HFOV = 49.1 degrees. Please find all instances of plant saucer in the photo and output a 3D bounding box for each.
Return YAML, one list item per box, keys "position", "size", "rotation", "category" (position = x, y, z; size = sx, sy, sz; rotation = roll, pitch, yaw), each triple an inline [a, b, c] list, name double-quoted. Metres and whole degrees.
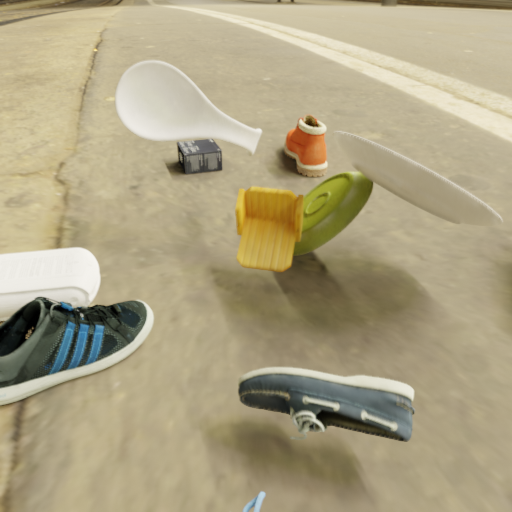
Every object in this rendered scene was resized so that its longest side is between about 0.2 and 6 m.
- position: [0.991, -0.712, 8.412]
  size: [1.688, 0.262, 1.688]
  rotation: [-38, 22, 18]
  category: "plant saucer"

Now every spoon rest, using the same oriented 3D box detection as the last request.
- position: [-0.981, -2.139, 8.527]
  size: [2.323, 1.154, 0.704]
  rotation: [18, 8, -16]
  category: "spoon rest"

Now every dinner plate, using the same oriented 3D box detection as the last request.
- position: [1.971, -0.906, 7.166]
  size: [2.379, 0.288, 2.379]
  rotation: [29, 6, -3]
  category: "dinner plate"

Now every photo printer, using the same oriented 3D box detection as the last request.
- position: [-2.852, 0.349, 7.553]
  size: [1.433, 0.498, 1.192]
  rotation: [-6, 29, -12]
  category: "photo printer"

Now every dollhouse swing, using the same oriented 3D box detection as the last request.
- position: [0.140, -0.358, 7.673]
  size: [0.903, 0.821, 0.794]
  rotation: [8, 50, 9]
  category: "dollhouse swing"

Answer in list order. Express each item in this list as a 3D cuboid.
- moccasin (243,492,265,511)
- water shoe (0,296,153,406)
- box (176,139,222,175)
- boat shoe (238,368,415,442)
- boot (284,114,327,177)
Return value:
- position: [0.230, 2.164, 4.042]
  size: [2.259, 0.770, 0.909]
  rotation: [0, 29, 0]
  category: "moccasin"
- position: [-2.136, 0.864, 6.237]
  size: [2.251, 0.888, 0.805]
  rotation: [-24, 37, -36]
  category: "water shoe"
- position: [-1.217, -2.145, 12.030]
  size: [0.812, 0.464, 0.892]
  rotation: [-10, 31, -14]
  category: "box"
- position: [0.587, 1.391, 5.122]
  size: [1.659, 0.621, 0.513]
  rotation: [3, 58, 15]
  category: "boat shoe"
- position: [1.107, -2.594, 12.200]
  size: [0.786, 1.123, 2.094]
  rotation: [-7, 28, -8]
  category: "boot"
